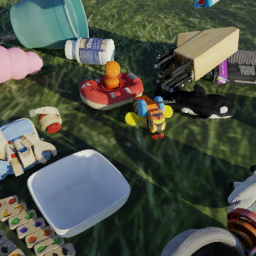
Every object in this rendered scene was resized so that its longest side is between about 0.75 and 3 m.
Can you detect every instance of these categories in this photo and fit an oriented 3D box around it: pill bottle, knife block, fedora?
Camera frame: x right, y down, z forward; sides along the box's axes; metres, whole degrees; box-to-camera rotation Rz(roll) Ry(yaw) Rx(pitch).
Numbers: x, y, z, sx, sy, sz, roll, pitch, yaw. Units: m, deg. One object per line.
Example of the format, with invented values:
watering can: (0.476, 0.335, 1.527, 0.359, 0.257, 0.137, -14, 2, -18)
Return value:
pill bottle: (-1.518, -3.075, 11.184, 1.813, 1.006, 1.006, 6, 39, 8)
knife block: (2.440, -2.337, 9.839, 2.915, 0.932, 2.559, -2, 49, 14)
fedora: (0.973, 2.274, 4.340, 1.751, 1.548, 0.790, -52, 20, -12)

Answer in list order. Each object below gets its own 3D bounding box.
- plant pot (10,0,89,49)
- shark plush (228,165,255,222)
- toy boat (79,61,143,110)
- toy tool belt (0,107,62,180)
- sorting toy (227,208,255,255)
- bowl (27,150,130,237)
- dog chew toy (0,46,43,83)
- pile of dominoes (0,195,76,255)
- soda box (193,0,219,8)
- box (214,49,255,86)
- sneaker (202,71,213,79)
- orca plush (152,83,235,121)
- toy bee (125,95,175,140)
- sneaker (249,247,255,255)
plant pot: (-3.396, -4.625, 11.997, 2.616, 2.784, 2.784, -11, 37, 9)
shark plush: (3.162, 1.580, 5.830, 2.430, 1.104, 1.012, 13, 56, -16)
toy boat: (-0.538, -1.474, 8.860, 2.069, 1.352, 1.350, -21, 43, -25)
toy tool belt: (-2.427, 0.581, 6.522, 2.285, 1.427, 1.404, -24, 75, -23)
sorting toy: (2.220, 2.079, 4.765, 1.510, 0.907, 0.620, 42, 62, 10)
bowl: (-1.004, 1.357, 5.845, 1.743, 0.651, 1.741, -26, 45, -28)
dog chew toy: (-4.178, -2.322, 10.096, 2.102, 1.309, 1.309, -9, 38, -24)
pile of dominoes: (-2.327, 2.130, 5.091, 2.301, 0.366, 1.793, 28, 46, 30)
soda box: (2.082, -3.327, 6.700, 0.440, 0.416, 1.297, 17, 50, 44)
box: (4.448, -2.252, 10.377, 2.447, 0.442, 1.749, 6, 50, 9)
sneaker: (2.742, -2.018, 10.418, 0.385, 0.359, 0.972, -31, 41, -20)
orca plush: (2.042, -1.056, 8.683, 2.578, 0.917, 1.356, 24, 44, 28)
toy bee: (0.609, -0.278, 7.787, 1.358, 1.127, 2.074, -6, 13, 5)
sneaker: (2.646, 2.684, 3.996, 0.815, 1.082, 2.315, -43, 70, 8)
